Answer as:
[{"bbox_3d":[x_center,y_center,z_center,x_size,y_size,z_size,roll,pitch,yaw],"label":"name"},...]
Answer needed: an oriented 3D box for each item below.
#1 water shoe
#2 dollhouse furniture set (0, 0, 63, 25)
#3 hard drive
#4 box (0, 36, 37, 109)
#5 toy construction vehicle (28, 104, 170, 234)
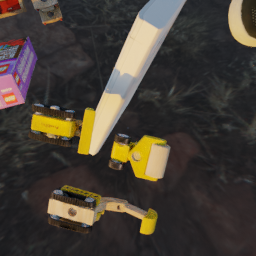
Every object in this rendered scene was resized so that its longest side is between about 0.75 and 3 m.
[{"bbox_3d":[2.912,-1.900,3.878,2.980,1.176,1.066,-14,98,-7],"label":"water shoe"},{"bbox_3d":[-2.566,-3.152,6.872,1.570,1.106,1.100,-18,94,-5],"label":"dollhouse furniture set"},{"bbox_3d":[0.077,-0.964,4.803,0.381,2.854,1.882,30,48,-1],"label":"hard drive"},{"bbox_3d":[-3.194,-0.788,5.041,2.865,0.560,1.961,-15,36,-1],"label":"box"},{"bbox_3d":[-0.389,0.514,3.573,1.717,1.495,0.605,10,9,9],"label":"toy construction vehicle"}]
